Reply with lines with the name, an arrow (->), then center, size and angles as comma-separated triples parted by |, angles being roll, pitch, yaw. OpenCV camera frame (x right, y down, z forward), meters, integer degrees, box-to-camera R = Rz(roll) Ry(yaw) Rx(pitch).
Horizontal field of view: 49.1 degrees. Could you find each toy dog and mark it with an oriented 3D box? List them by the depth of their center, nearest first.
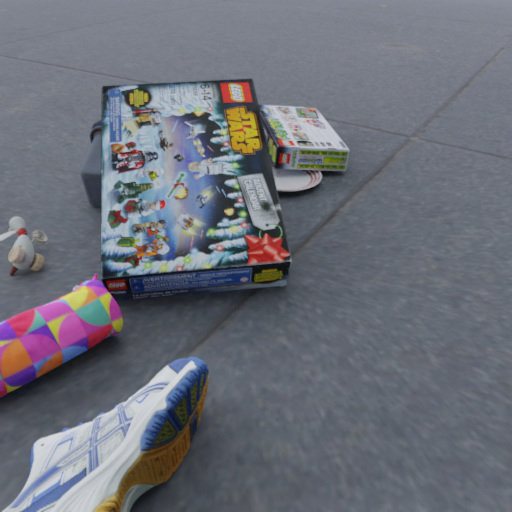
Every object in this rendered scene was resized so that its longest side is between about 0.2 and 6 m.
toy dog -> -4.439, -0.115, 10.449 | 0.613, 0.839, 1.273 | -40, 33, 11

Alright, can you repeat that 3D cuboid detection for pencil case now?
pencil case -> -3.125, 1.193, 8.166 | 1.047, 1.047, 2.370 | 29, 44, 36

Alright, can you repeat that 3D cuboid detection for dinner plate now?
dinner plate -> 0.658, -1.894, 13.376 | 1.803, 0.218, 1.803 | 1, 34, -1

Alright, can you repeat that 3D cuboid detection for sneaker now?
sneaker -> -1.786, 2.219, 6.423 | 1.474, 1.259, 3.344 | 15, 37, 21

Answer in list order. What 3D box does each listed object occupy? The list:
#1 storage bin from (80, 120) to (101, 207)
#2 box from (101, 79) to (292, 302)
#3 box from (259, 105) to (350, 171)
storage bin -> -2.662, -1.994, 12.415 | 2.442, 1.777, 1.640 | 4, 45, 5
box -> -1.288, -1.454, 10.635 | 3.162, 0.921, 4.619 | -5, 58, -8
box -> 1.085, -3.157, 14.666 | 1.822, 0.575, 3.310 | 1, 32, -10
